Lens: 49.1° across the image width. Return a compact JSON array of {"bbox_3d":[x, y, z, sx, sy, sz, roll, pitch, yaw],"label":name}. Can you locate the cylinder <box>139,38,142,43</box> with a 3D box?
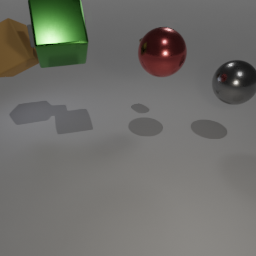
[{"bbox_3d":[0.805,-2.827,9.822,0.700,0.700,0.700,-13,27,7],"label":"cylinder"}]

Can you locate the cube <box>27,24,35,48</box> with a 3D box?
[{"bbox_3d":[-2.841,-3.033,9.231,0.700,0.700,0.700,-8,15,-6],"label":"cube"}]

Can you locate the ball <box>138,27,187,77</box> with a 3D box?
[{"bbox_3d":[0.984,-2.168,8.067,1.400,1.400,1.400,0,29,0],"label":"ball"}]

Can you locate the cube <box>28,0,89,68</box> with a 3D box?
[{"bbox_3d":[-1.978,-2.711,8.077,1.400,1.400,1.400,-9,-9,-13],"label":"cube"}]

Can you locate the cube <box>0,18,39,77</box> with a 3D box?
[{"bbox_3d":[-3.985,-2.653,9.510,1.400,1.400,1.400,-25,10,7],"label":"cube"}]

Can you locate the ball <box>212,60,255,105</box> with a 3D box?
[{"bbox_3d":[3.386,-1.434,8.868,1.400,1.400,1.400,0,29,0],"label":"ball"}]
